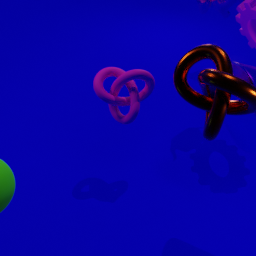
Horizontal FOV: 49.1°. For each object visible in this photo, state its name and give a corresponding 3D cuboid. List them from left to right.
[{"bbox_3d":[-2.129,0.850,4.030,0.940,0.940,0.940,0,42,0],"label":"ball"},{"bbox_3d":[-0.151,-0.756,5.583,1.124,1.201,0.555,33,15,-3],"label":"knot shape"},{"bbox_3d":[1.040,-0.514,3.555,0.567,1.227,1.148,-23,72,-15],"label":"knot shape"},{"bbox_3d":[2.909,-4.152,9.010,1.285,1.305,0.717,27,48,-27],"label":"cow figurine"},{"bbox_3d":[2.913,-2.040,5.895,0.286,1.547,1.547,-38,46,6],"label":"gear"},{"bbox_3d":[2.193,-0.443,3.991,1.321,1.316,1.316,-14,43,-1],"label":"cone"}]
